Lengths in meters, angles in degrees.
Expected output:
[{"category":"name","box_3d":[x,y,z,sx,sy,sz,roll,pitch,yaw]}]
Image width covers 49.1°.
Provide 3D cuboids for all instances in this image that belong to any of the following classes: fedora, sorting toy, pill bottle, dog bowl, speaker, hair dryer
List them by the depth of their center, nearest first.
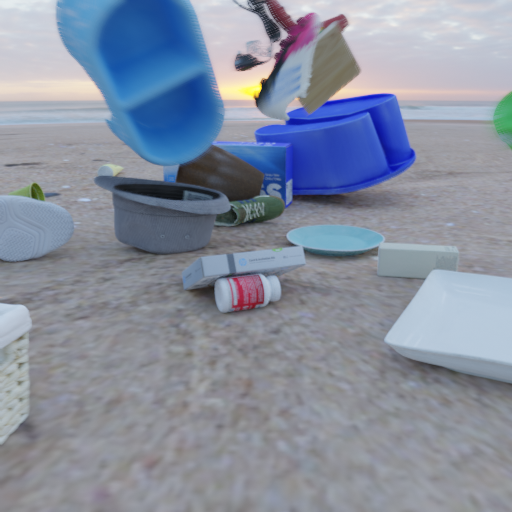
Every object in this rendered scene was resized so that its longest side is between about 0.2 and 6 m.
[{"category":"speaker","box_3d":[3.044,-1.101,5.761,1.474,0.652,0.652,33,-2,-32]},{"category":"pill bottle","box_3d":[-0.113,0.494,7.667,0.833,0.468,0.468,-7,18,-19]},{"category":"dog bowl","box_3d":[-1.760,-3.117,9.591,2.191,3.930,0.974,-29,55,-7]},{"category":"sorting toy","box_3d":[1.056,-3.285,9.733,1.185,1.192,0.415,39,16,-51]},{"category":"hair dryer","box_3d":[0.632,-4.215,10.288,2.209,1.682,0.600,0,3,-7]},{"category":"fedora","box_3d":[-1.773,-0.724,10.456,2.524,1.140,2.232,1,17,-27]}]

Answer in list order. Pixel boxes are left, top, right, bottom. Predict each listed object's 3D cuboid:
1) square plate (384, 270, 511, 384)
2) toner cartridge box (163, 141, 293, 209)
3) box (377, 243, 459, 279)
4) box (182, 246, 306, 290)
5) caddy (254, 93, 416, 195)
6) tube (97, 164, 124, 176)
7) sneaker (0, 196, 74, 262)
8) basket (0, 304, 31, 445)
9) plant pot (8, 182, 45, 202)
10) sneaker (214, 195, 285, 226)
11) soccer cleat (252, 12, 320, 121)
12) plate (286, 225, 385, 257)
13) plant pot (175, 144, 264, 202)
[{"category":"square plate","box_3d":[3.203,0.879,6.533,2.798,0.398,2.772,9,20,27]},{"category":"toner cartridge box","box_3d":[-0.744,-2.110,14.328,3.289,1.562,0.710,4,18,16]},{"category":"box","box_3d":[2.573,0.086,8.971,1.222,0.502,0.418,5,17,11]},{"category":"box","box_3d":[-0.208,0.185,8.130,1.521,0.313,1.186,-6,-9,-20]},{"category":"caddy","box_3d":[2.060,-2.759,15.204,4.412,2.316,3.119,5,33,43]},{"category":"tube","box_3d":[-4.902,-2.850,18.633,0.571,0.511,1.969,43,5,-14]},{"category":"sneaker","box_3d":[-4.823,-0.653,10.187,3.057,1.154,1.740,-5,20,-8]},{"category":"basket","box_3d":[-2.974,1.061,4.709,1.806,1.114,1.224,4,17,9]},{"category":"plant pot","box_3d":[-5.589,-1.366,13.555,0.662,0.720,0.720,-11,16,5]},{"category":"sneaker","box_3d":[-0.262,-0.910,12.119,1.767,0.592,0.793,-4,18,5]},{"category":"soccer cleat","box_3d":[0.622,-3.013,9.054,0.750,1.736,0.606,25,12,-30]},{"category":"plate","box_3d":[1.487,-0.269,10.575,1.838,0.235,1.838,-1,18,0]},{"category":"plant pot","box_3d":[-0.827,-1.733,13.284,1.917,1.791,1.791,14,17,-2]}]
